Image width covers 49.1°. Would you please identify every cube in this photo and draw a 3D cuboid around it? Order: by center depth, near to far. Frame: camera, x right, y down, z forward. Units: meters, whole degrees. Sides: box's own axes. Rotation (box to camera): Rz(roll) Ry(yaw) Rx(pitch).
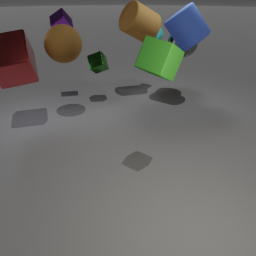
[{"bbox_3d":[0.691,-1.503,6.115,0.700,0.700,0.700,27,11,28],"label":"cube"},{"bbox_3d":[-4.178,-2.451,10.108,1.400,1.400,1.400,-13,71,-7],"label":"cube"},{"bbox_3d":[-2.858,-4.533,12.007,0.700,0.700,0.700,-28,54,17],"label":"cube"},{"bbox_3d":[-1.384,-3.028,12.977,0.700,0.700,0.700,-16,-10,15],"label":"cube"}]

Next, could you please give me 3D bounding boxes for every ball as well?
[{"bbox_3d":[-2.424,-3.144,10.479,1.400,1.400,1.400,0,27,0],"label":"ball"},{"bbox_3d":[2.564,-4.015,13.050,1.400,1.400,1.400,0,27,0],"label":"ball"}]

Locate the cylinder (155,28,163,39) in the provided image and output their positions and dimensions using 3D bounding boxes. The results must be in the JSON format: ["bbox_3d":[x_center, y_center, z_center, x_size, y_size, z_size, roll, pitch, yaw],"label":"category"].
[{"bbox_3d":[1.289,-4.606,13.849,0.700,0.700,0.700,15,37,26],"label":"cylinder"}]

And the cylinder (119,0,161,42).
[{"bbox_3d":[0.531,-4.737,12.555,1.400,1.400,1.400,15,15,-37],"label":"cylinder"}]

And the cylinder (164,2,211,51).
[{"bbox_3d":[2.436,-4.146,11.550,1.400,1.400,1.400,-35,15,11],"label":"cylinder"}]
